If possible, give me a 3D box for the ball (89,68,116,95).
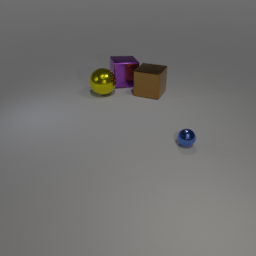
[{"bbox_3d":[-1.319,-2.421,14.614,1.400,1.400,1.400,0,31,0],"label":"ball"}]

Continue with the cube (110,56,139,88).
[{"bbox_3d":[-0.233,-3.218,15.901,1.400,1.400,1.400,-5,30,-13],"label":"cube"}]

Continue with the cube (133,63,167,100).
[{"bbox_3d":[1.179,-2.485,14.740,1.400,1.400,1.400,12,33,20],"label":"cube"}]

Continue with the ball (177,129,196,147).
[{"bbox_3d":[2.220,0.372,10.616,0.700,0.700,0.700,0,31,0],"label":"ball"}]
